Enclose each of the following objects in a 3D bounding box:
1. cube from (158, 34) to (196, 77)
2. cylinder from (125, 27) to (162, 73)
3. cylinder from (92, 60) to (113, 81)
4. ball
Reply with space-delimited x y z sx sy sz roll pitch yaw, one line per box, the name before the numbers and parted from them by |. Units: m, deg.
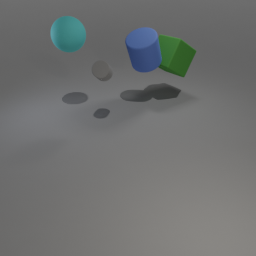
cube | 2.109 -3.439 13.394 1.400 1.400 1.400 16 12 -44
cylinder | 0.708 -3.432 12.377 1.400 1.400 1.400 -8 54 11
cylinder | -0.991 -2.214 10.879 0.700 0.700 0.700 4 0 7
ball | -2.407 -3.780 11.331 1.400 1.400 1.400 0 30 0
